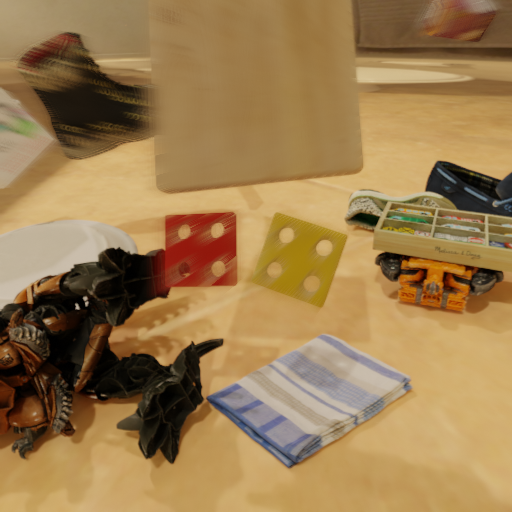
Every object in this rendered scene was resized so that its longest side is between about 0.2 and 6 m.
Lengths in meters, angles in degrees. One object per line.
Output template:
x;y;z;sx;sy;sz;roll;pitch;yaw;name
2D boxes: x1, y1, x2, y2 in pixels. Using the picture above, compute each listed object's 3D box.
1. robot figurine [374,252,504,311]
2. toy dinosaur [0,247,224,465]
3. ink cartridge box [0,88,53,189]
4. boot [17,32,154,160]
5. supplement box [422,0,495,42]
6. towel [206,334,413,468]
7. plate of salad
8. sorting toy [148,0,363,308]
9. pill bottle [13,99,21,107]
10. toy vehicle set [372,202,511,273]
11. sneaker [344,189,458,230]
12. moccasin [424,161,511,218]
2.650;0.099;8.095;1.675;0.672;2.310;9;25;20;robot figurine
-1.864;0.711;5.623;2.548;1.918;3.755;-4;41;33;toy dinosaur
-3.863;-1.783;8.123;0.976;1.330;0.971;-54;26;-21;ink cartridge box
-2.084;-2.437;8.059;2.214;1.672;0.799;-24;55;-4;boot
2.717;-3.204;7.535;0.791;0.436;0.339;2;54;-15;supplement box
0.571;1.379;5.788;1.795;0.214;1.318;-19;30;-36;towel
-2.945;0.266;7.794;2.630;0.632;2.630;-2;34;2;plate of salad
0.014;-1.338;4.909;1.746;3.623;0.613;-5;-6;13;sorting toy
-9.272;-5.678;21.279;0.494;0.494;0.827;0;24;0;pill bottle
2.817;-0.283;7.790;2.181;0.289;1.355;10;25;17;toy vehicle set
2.466;-0.625;9.830;2.045;0.786;0.906;6;34;30;sneaker
4.426;-0.966;9.924;3.268;1.114;1.315;20;31;37;moccasin
